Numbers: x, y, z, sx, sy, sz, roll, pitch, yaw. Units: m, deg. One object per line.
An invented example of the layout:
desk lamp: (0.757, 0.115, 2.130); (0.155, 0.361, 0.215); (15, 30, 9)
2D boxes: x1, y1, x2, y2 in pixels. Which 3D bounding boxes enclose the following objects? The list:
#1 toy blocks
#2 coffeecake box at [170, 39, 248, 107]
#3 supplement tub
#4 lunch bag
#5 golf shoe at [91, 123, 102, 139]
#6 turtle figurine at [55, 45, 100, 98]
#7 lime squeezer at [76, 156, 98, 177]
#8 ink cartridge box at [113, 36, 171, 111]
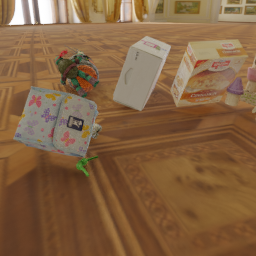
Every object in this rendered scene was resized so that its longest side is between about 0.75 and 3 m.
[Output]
toy blocks: (4.298, -1.453, 7.497); (2.685, 2.260, 2.509); (-9, 29, -37)
coffeecake box: (2.361, -1.617, 8.520); (1.571, 2.047, 0.748); (-7, 58, -13)
supplement tub: (-1.771, -2.114, 10.793); (1.196, 1.196, 1.952); (-5, 24, -11)
lunch bag: (-1.398, -0.109, 5.707); (1.399, 1.186, 0.889); (13, -14, 4)
golf shoe: (-1.102, -0.055, 6.780); (0.550, 0.443, 1.131); (34, -20, -30)
turtle figurine: (-1.941, -1.940, 9.668); (1.831, 1.370, 0.922); (46, 20, 3)
lime squeezer: (-0.863, 0.724, 5.733); (0.334, 0.178, 0.945); (-7, 15, 7)
ink cartridge box: (0.527, -1.914, 9.437); (1.065, 1.819, 2.517); (23, 28, 5)
